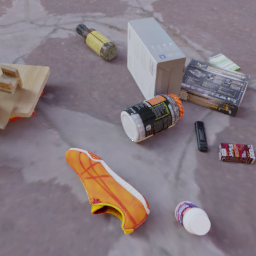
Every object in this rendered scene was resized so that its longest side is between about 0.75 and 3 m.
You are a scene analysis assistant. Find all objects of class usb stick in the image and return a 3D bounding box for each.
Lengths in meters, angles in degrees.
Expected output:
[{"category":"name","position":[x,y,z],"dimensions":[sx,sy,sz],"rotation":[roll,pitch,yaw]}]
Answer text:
[{"category":"usb stick","position":[2.269,0.235,8.682],"dimensions":[0.320,0.188,1.156],"rotation":[7,49,-3]}]

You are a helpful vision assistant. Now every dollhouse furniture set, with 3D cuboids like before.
[{"category":"dollhouse furniture set","position":[-4.880,-0.617,8.408],"dimensions":[2.838,1.885,2.487],"rotation":[16,64,-2]}]

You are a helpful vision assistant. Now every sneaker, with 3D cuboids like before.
[{"category":"sneaker","position":[-0.770,1.466,7.085],"dimensions":[2.845,1.038,1.097],"rotation":[35,67,30]}]

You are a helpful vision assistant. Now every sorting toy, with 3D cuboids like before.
[{"category":"sorting toy","position":[-3.987,-1.141,9.473],"dimensions":[2.282,0.799,2.296],"rotation":[5,49,4]}]

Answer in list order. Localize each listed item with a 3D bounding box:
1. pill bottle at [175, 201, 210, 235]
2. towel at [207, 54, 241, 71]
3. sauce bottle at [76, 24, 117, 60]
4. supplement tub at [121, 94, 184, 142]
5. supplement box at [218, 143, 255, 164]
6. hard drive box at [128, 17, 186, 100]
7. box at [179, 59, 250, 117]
[{"category":"pill bottle","position":[1.479,2.063,6.393],"dimensions":[0.575,1.032,0.575],"rotation":[0,87,-6]},{"category":"towel","position":[3.821,-2.568,11.153],"dimensions":[0.816,0.168,1.094],"rotation":[-25,54,-19]},{"category":"sauce bottle","position":[-1.381,-3.693,11.747],"dimensions":[0.758,0.758,2.342],"rotation":[-29,56,-23]},{"category":"supplement tub","position":[0.762,-0.361,8.614],"dimensions":[1.754,1.075,1.075],"rotation":[-23,53,-19]},{"category":"supplement box","position":[3.159,0.732,8.180],"dimensions":[0.926,0.282,0.504],"rotation":[3,49,5]},{"category":"hard drive box","position":[0.847,-2.229,9.624],"dimensions":[0.994,2.017,2.588],"rotation":[-15,51,-13]},{"category":"box","position":[2.971,-1.495,9.952],"dimensions":[2.243,0.542,1.777],"rotation":[21,52,18]}]
